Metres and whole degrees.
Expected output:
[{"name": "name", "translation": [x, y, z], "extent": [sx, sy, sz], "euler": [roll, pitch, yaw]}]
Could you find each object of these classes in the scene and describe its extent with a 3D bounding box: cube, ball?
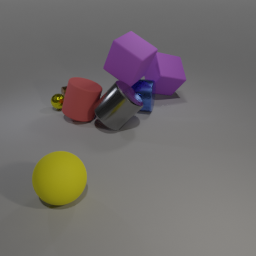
[{"name": "cube", "translation": [1.740, -2.581, 13.544], "extent": [1.400, 1.400, 1.400], "euler": [4, 62, -25]}, {"name": "ball", "translation": [-1.787, 1.308, 7.370], "extent": [1.400, 1.400, 1.400], "euler": [0, 29, 0]}, {"name": "ball", "translation": [-3.121, -1.199, 12.598], "extent": [0.700, 0.700, 0.700], "euler": [0, 29, 0]}, {"name": "cube", "translation": [0.093, -2.787, 11.323], "extent": [1.400, 1.400, 1.400], "euler": [37, 45, 8]}]

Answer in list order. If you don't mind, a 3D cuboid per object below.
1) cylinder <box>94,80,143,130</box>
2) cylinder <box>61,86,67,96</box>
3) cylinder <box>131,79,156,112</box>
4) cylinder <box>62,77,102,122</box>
[{"name": "cylinder", "translation": [-0.371, -0.861, 10.810], "extent": [1.400, 1.400, 1.400], "euler": [37, 24, -20]}, {"name": "cylinder", "translation": [-2.824, -1.710, 13.658], "extent": [0.700, 0.700, 0.700], "euler": [-14, 32, -24]}, {"name": "cylinder", "translation": [0.442, -1.479, 12.485], "extent": [1.400, 1.400, 1.400], "euler": [6, 29, 11]}, {"name": "cylinder", "translation": [-1.908, -1.193, 11.605], "extent": [1.400, 1.400, 1.400], "euler": [16, 25, -8]}]
